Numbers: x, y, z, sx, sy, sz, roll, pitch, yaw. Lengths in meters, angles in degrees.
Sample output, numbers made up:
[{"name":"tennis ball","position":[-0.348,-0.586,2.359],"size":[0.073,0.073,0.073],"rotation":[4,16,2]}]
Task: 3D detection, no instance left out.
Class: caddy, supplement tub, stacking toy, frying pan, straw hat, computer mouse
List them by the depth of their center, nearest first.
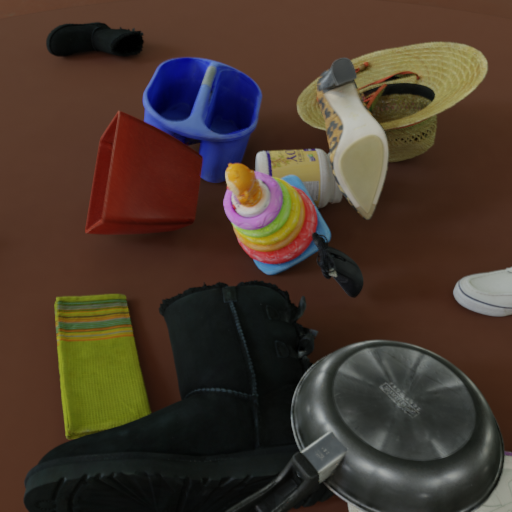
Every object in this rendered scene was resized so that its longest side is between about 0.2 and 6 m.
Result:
[{"name":"frying pan","position":[0.800,1.778,5.882],"size":[3.774,0.614,2.283],"rotation":[-5,38,-12]},{"name":"computer mouse","position":[1.290,0.188,8.259],"size":[0.325,1.232,0.853],"rotation":[-30,45,20]},{"name":"stacking toy","position":[0.065,-0.734,8.318],"size":[1.379,2.513,1.458],"rotation":[-30,70,9]},{"name":"supplement tub","position":[0.777,-1.410,10.369],"size":[1.512,1.100,1.100],"rotation":[-3,41,-4]},{"name":"caddy","position":[-1.085,-2.976,11.416],"size":[2.241,1.664,3.170],"rotation":[13,42,-5]},{"name":"straw hat","position":[2.822,-2.842,11.527],"size":[3.781,1.600,3.781],"rotation":[-15,37,11]}]

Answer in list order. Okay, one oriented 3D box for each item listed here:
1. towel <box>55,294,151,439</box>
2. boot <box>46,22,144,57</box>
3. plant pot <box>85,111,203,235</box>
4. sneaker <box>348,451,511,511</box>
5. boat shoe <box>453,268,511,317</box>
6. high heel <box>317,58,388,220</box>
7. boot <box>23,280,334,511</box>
[{"name":"towel","position":[-2.143,1.363,7.649],"size":[1.057,0.222,2.457],"rotation":[-5,38,-20]},{"name":"boot","position":[-4.511,-6.080,15.973],"size":[1.873,0.846,2.285],"rotation":[27,43,30]},{"name":"plant pot","position":[-1.841,-1.168,9.382],"size":[1.529,1.735,1.734],"rotation":[11,-8,-24]},{"name":"sneaker","position":[2.129,2.724,5.993],"size":[2.392,0.896,1.191],"rotation":[-2,60,-2]},{"name":"boat shoe","position":[4.208,0.418,8.529],"size":[2.267,0.745,0.816],"rotation":[3,41,3]},{"name":"high heel","position":[1.709,-2.071,10.157],"size":[0.982,2.750,1.960],"rotation":[-11,9,3]},{"name":"boot","position":[-0.775,1.584,6.780],"size":[3.498,1.294,2.866],"rotation":[-1,43,-12]}]
